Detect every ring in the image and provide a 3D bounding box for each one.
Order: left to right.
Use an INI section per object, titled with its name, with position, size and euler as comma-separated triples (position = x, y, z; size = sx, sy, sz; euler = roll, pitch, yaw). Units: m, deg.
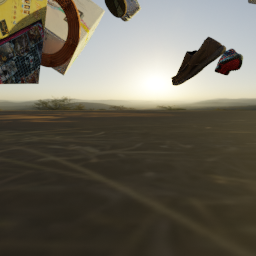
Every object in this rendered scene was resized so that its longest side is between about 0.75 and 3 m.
[ring]
position = -2.247, -2.749, 7.601
size = 2.197, 2.197, 0.211
euler = 2, 18, 25

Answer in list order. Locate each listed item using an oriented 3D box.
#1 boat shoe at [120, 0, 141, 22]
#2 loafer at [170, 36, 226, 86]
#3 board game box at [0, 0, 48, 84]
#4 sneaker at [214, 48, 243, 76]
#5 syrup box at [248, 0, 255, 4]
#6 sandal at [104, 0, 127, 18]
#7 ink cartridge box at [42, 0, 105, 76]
[boat shoe]
position = -0.081, -3.425, 6.761
size = 0.582, 1.742, 0.641
euler = -22, -10, 26
[loafer]
position = 2.286, -2.305, 9.717
size = 0.862, 0.838, 2.360
euler = -34, -3, -44
[board game box]
position = -2.928, -2.333, 6.746
size = 1.755, 2.591, 0.448
euler = -8, 34, -40
[sneaker]
position = 2.734, -1.893, 7.620
size = 0.547, 0.659, 1.380
euler = 16, -1, -2
[syrup box]
position = 3.031, -3.261, 4.667
size = 0.996, 2.528, 1.030
euler = 26, -17, 34
[sandal]
position = -0.333, -2.723, 5.495
size = 0.441, 1.097, 0.296
euler = -21, 17, 43
[ink cartridge box]
position = -2.075, -3.188, 9.135
size = 1.551, 2.124, 1.558
euler = 33, -33, -12
